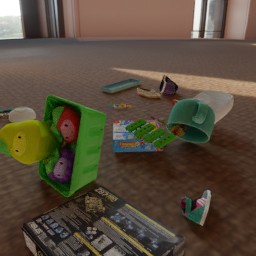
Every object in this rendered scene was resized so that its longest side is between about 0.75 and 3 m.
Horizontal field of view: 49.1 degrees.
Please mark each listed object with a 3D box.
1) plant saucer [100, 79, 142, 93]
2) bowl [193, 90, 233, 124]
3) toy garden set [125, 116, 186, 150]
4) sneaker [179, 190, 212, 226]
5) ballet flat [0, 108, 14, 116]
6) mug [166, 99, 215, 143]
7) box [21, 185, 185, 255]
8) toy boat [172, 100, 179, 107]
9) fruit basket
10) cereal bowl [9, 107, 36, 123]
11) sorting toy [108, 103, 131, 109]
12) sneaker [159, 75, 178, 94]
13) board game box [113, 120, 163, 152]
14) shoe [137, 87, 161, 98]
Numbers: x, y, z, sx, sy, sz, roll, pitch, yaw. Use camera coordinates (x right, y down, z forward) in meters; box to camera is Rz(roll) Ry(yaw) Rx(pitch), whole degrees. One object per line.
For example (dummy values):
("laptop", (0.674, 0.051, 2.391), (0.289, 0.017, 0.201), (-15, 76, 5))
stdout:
("plant saucer", (-0.373, -2.524, 16.644), (0.978, 0.266, 2.799), (18, 30, 36))
("bowl", (3.114, -0.707, 11.087), (1.755, 0.656, 1.757), (-37, 30, -13))
("toy garden set", (0.948, 0.105, 9.136), (1.349, 0.323, 1.618), (-28, 38, -29))
("sneaker", (1.523, 1.720, 6.414), (0.645, 0.447, 1.068), (18, 29, 16))
("ballet flat", (-5.418, -0.686, 12.262), (0.787, 0.269, 0.268), (-9, 25, -20))
("mug", (2.237, -0.315, 9.271), (1.468, 1.105, 1.787), (33, -22, -30))
("box", (-0.512, 2.105, 5.194), (1.977, 0.602, 2.453), (-23, 30, -38))
("toy boat", (2.261, -0.949, 12.788), (0.491, 0.491, 0.752), (-46, 41, -18))
("fruit basket", (-1.936, 0.387, 7.030), (1.811, 2.511, 2.511), (21, 30, 41))
("cereal bowl", (-4.495, -0.611, 11.860), (1.099, 0.458, 1.099), (0, 24, 0))
("sorting toy", (-0.388, -1.106, 13.409), (1.110, 0.151, 0.625), (-2, 23, -5))
("sneaker", (2.325, -2.333, 15.804), (0.951, 0.822, 2.171), (18, 26, -1))
("board game box", (0.304, 0.244, 9.800), (1.641, 0.468, 1.676), (-1, 23, -2))
("shoe", (1.080, -1.893, 14.955), (1.465, 0.391, 0.512), (16, 27, 32))
